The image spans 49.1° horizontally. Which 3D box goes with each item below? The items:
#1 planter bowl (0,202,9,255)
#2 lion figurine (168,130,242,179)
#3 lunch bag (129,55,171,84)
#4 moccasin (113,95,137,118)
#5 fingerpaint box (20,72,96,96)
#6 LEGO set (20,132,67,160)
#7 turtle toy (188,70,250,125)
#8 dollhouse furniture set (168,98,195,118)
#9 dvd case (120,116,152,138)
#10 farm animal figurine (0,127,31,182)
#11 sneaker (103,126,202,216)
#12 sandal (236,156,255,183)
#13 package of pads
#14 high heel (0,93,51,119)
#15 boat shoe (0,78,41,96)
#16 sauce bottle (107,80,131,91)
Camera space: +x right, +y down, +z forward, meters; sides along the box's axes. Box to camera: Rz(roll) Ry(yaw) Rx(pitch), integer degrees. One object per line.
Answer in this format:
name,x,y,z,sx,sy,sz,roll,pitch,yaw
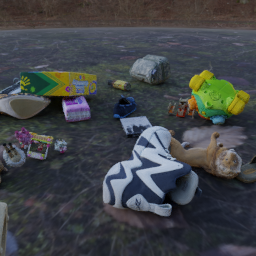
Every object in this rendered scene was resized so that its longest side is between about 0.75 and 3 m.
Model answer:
planter bowl,-2.565,1.799,3.801,1.662,2.469,2.469,4,23,-19
lion figurine,1.930,0.779,7.860,2.372,0.860,1.453,-4,39,26
lunch bag,1.231,-3.208,15.802,1.633,1.356,1.947,-35,39,-27
moccasin,-0.071,-0.958,11.548,0.764,0.647,1.898,1,20,14
fingerpaint box,-2.942,-1.953,12.367,2.281,1.003,2.734,4,9,17
LEGO set,-2.906,0.543,8.670,1.943,0.723,0.894,8,-9,27
turtle toy,3.434,-1.121,10.953,2.124,1.473,2.915,35,33,16
dollhouse furniture set,2.241,-0.756,11.545,1.055,0.544,1.044,8,37,17
dvd case,0.328,-0.058,10.250,1.040,0.171,1.383,-5,25,-10
farm animal figurine,-3.723,0.795,7.569,2.137,1.074,1.725,8,45,10
sneaker,0.940,1.026,6.758,1.925,1.180,2.957,16,27,24
sandal,3.652,0.969,7.635,1.843,0.498,0.740,-14,28,-27
package of pads,-2.118,-0.794,11.322,0.954,0.599,1.583,-5,25,-17
high heel,-4.761,-1.122,11.515,2.962,1.058,2.111,-13,28,-16
boat shoe,-4.748,-1.707,12.748,1.008,1.090,2.953,21,39,12
sauce bottle,-0.490,-2.287,14.758,1.404,0.454,0.454,18,30,38
